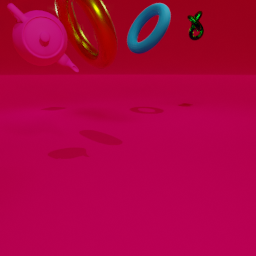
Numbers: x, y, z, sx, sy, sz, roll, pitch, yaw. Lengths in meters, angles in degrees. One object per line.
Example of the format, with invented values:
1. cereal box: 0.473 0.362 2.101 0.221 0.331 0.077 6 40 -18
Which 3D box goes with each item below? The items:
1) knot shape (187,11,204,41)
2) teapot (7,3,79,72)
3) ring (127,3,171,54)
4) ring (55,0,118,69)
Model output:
1. knot shape: 2.762 -4.115 11.389 0.535 1.084 1.159 2 34 25
2. teapot: -1.297 -1.355 4.337 1.343 0.835 0.657 44 -7 -27
3. ring: 0.698 -3.518 9.924 0.388 1.939 1.939 27 -6 -36
4. ring: -0.844 -2.003 5.535 0.362 1.810 1.810 -36 26 -20
